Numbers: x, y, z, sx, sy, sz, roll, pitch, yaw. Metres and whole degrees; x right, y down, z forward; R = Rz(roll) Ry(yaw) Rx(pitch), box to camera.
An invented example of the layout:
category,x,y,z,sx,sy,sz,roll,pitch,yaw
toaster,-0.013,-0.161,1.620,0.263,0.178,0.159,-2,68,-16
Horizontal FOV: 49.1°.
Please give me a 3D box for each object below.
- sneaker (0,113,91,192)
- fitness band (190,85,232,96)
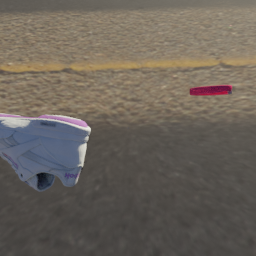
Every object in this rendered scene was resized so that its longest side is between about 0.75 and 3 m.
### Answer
category,x,y,z,sx,sy,sz,roll,pitch,yaw
sneaker,-1.467,0.313,3.809,2.031,1.012,0.760,3,-3,29
fitness band,1.508,-0.679,5.152,0.628,0.164,0.875,-4,4,-14
